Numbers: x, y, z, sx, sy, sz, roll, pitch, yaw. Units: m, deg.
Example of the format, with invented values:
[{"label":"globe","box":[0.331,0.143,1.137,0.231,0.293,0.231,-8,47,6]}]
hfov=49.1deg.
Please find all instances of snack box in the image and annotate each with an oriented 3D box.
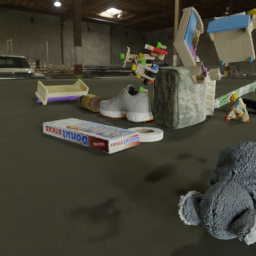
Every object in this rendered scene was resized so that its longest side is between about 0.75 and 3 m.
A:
[{"label":"snack box","box":[-1.042,0.117,7.196,2.752,0.335,0.989,12,17,43]}]

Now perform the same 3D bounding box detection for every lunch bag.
[{"label":"lunch bag","box":[1.762,-1.002,8.815,1.610,1.920,1.338,-11,19,-28]}]

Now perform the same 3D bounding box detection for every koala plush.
[{"label":"koala plush","box":[1.132,0.768,3.042,0.982,1.017,1.107,11,28,43]}]

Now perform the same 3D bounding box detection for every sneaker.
[{"label":"sneaker","box":[-0.103,-0.976,10.185,1.003,1.219,2.650,-10,16,-42]}]

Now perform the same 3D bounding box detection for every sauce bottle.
[{"label":"sauce bottle","box":[-1.680,-1.150,12.376,0.688,0.688,2.084,-5,11,-24]}]

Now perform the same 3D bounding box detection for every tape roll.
[{"label":"tape roll","box":[0.427,0.159,7.380,0.989,0.181,0.989,-1,12,0]}]

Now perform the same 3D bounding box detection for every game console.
[{"label":"game console","box":[5.845,-0.919,11.806,2.640,0.318,1.557,-5,22,-45]}]

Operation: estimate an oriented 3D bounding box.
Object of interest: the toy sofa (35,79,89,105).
[{"label":"toy sofa","box":[-3.453,-1.758,14.767,2.563,1.251,1.062,-10,41,-40]}]

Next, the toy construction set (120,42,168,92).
[{"label":"toy construction set","box":[0.196,-1.095,4.500,0.609,0.661,0.793,15,-28,-14]}]

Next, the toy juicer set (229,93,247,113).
[{"label":"toy juicer set","box":[4.424,-0.981,11.041,0.365,0.853,1.341,-20,12,2]}]

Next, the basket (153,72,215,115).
[{"label":"basket","box":[2.198,-1.371,11.065,2.422,1.642,1.494,1,14,6]}]

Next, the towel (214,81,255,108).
[{"label":"towel","box":[4.476,-1.361,11.823,1.836,0.215,1.400,-24,-12,17]}]

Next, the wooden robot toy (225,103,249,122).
[{"label":"wooden robot toy","box":[3.803,-0.401,9.609,0.678,0.659,1.495,41,25,13]}]

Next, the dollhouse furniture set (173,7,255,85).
[{"label":"dollhouse furniture set","box":[2.089,-1.913,6.122,1.671,1.090,1.578,0,-30,34]}]
